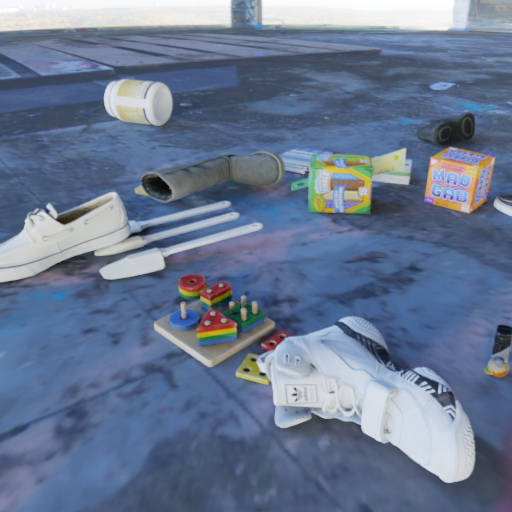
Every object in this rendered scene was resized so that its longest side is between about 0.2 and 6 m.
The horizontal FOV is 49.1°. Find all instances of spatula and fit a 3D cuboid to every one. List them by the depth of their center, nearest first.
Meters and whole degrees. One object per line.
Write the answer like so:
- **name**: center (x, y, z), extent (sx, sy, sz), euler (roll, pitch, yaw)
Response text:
- **spatula**: center (-1.448, -0.363, 9.843), extent (2.884, 0.232, 2.005), euler (-15, 26, -22)

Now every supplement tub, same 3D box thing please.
- **supplement tub**: center (-3.541, -4.630, 16.840), extent (1.739, 1.255, 1.255), euler (13, 30, 22)

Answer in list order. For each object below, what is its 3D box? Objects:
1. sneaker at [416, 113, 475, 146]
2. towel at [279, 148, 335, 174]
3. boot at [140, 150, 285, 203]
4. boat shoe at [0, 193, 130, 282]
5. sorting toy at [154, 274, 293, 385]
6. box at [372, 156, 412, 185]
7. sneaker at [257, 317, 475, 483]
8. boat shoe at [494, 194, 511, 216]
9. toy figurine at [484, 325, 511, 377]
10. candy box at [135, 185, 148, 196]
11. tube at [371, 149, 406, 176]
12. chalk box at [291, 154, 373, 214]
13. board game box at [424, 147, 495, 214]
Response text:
- **sneaker**: center (5.229, -3.517, 15.365), extent (2.007, 0.762, 0.911), euler (-15, 22, -33)
- **towel**: center (1.100, -2.335, 13.649), extent (1.184, 0.192, 1.613), euler (16, 30, 31)
- **boot**: center (-0.876, -1.655, 11.564), extent (2.126, 0.848, 2.338), euler (6, 16, 42)
- **boat shoe**: center (-3.329, -0.392, 9.038), extent (2.589, 0.904, 0.918), euler (-21, 32, -23)
- **sorting toy**: center (-0.501, 0.833, 7.367), extent (1.170, 0.410, 2.427), euler (-25, 37, -38)
- **box**: center (3.107, -1.981, 12.933), extent (0.893, 0.225, 1.238), euler (9, 28, 14)
- **sneaker**: center (0.963, 1.481, 5.664), extent (1.393, 0.910, 2.423), euler (-11, 25, -17)
- **boat shoe**: center (5.420, -0.973, 10.631), extent (0.599, 0.568, 1.713), euler (-24, 36, -37)
- **toy figurine**: center (3.260, 1.233, 6.361), extent (1.037, 0.721, 1.021), euler (-12, 25, -18)
- **candy box**: center (-2.127, -1.537, 12.171), extent (0.526, 0.136, 1.029), euler (11, 30, 20)
- **tube**: center (2.681, -1.968, 12.145), extent (1.343, 0.390, 0.349), euler (-15, 73, -20)
- **chalk box**: center (1.486, -1.455, 11.132), extent (1.549, 0.960, 0.967), euler (3, 27, 5)
- **board game box**: center (4.097, -1.546, 11.301), extent (0.954, 0.955, 0.955), euler (21, 35, 35)
